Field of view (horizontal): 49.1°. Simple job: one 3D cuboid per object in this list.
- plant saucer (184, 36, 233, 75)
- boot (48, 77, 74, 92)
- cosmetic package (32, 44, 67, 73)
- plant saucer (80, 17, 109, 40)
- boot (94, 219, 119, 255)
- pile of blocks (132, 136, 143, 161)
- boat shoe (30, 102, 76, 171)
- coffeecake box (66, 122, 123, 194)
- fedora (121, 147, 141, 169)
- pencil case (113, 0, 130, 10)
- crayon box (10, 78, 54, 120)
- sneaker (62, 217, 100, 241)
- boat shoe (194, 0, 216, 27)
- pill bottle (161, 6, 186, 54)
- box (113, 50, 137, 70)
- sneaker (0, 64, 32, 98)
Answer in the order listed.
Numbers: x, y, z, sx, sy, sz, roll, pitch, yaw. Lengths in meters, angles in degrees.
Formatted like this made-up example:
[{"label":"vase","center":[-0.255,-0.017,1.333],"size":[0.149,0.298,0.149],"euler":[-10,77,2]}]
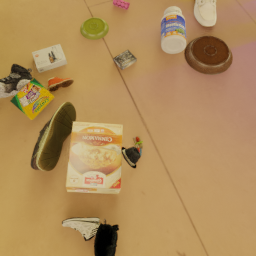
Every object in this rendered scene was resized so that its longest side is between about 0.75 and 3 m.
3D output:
[{"label":"plant saucer","center":[3.560,-3.287,12.254],"size":[2.124,0.366,2.124],"euler":[0,66,0]},{"label":"boot","center":[-2.807,-1.943,11.610],"size":[1.064,0.399,0.570],"euler":[-18,61,-7]},{"label":"cosmetic package","center":[-3.400,-3.032,12.148],"size":[1.274,0.329,0.961],"euler":[-21,64,-9]},{"label":"plant saucer","center":[-1.562,-4.666,12.981],"size":[1.347,0.209,1.347],"euler":[0,66,0]},{"label":"boot","center":[-0.694,3.770,8.222],"size":[0.731,1.620,1.976],"euler":[10,66,4]},{"label":"pile of blocks","center":[0.405,0.748,10.288],"size":[0.422,0.320,1.028],"euler":[8,71,-21]},{"label":"boat shoe","center":[-2.781,0.242,10.224],"size":[0.939,1.021,2.858],"euler":[-6,53,30]},{"label":"coffeecake box","center":[-1.137,1.046,9.834],"size":[1.796,0.855,2.340],"euler":[4,65,-6]},{"label":"fedora","center":[0.164,0.906,9.327],"size":[0.423,0.926,0.926],"euler":[-32,67,12]},{"label":"pencil case","center":[-0.313,-6.034,13.550],"size":[0.840,0.381,0.393],"euler":[28,53,10]},{"label":"crayon box","center":[-3.718,-1.135,10.936],"size":[1.088,0.368,1.261],"euler":[45,69,-18]},{"label":"sneaker","center":[-1.536,3.294,9.078],"size":[1.244,0.469,0.716],"euler":[-1,63,-3]},{"label":"boat shoe","center":[3.645,-6.058,13.208],"size":[0.990,0.969,2.796],"euler":[-2,65,-1]},{"label":"pill bottle","center":[1.992,-4.359,12.344],"size":[1.092,1.092,1.949],"euler":[2,65,1]},{"label":"box","center":[-0.128,-2.973,12.183],"size":[0.823,0.199,0.652],"euler":[-35,70,-15]},{"label":"sneaker","center":[-4.853,-1.939,11.413],"size":[2.041,0.770,1.162],"euler":[-9,64,-10]}]
